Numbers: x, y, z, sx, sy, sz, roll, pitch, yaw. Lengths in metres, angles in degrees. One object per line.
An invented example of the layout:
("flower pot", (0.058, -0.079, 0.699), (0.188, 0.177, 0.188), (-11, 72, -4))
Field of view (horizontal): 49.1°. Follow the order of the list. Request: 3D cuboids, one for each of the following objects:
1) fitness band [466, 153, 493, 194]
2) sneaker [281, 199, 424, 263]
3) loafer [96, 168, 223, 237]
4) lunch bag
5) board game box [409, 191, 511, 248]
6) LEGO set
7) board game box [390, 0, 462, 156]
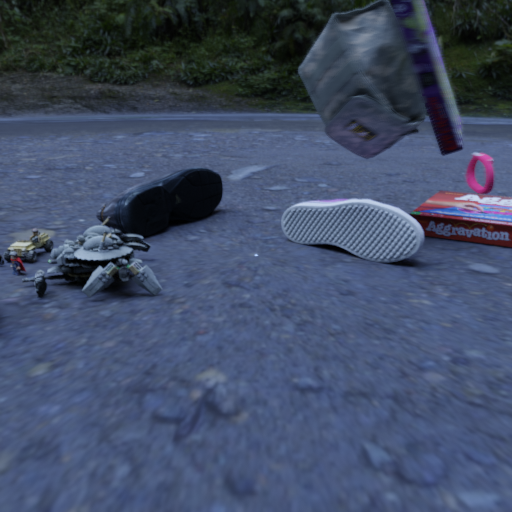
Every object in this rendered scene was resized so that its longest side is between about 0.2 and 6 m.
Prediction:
("fitness band", (3.723, -1.366, 9.290), (0.158, 0.605, 0.842), (-2, 25, -2))
("sneaker", (2.026, -0.652, 10.389), (2.812, 1.019, 1.603), (16, 21, 41))
("loafer", (-1.964, -1.267, 12.091), (1.178, 1.186, 3.259), (7, 17, 34))
("lunch bag", (1.992, -3.038, 10.369), (1.392, 2.367, 1.941), (-24, -2, -15))
("board game box", (5.937, -0.600, 11.013), (5.196, 0.505, 2.675), (10, 19, 28))
("LEGO set", (-2.857, -0.141, 8.808), (3.350, 0.950, 2.176), (5, 19, 15))
("board game box", (2.980, -3.404, 9.746), (0.480, 2.969, 1.782), (-14, 23, 30))
